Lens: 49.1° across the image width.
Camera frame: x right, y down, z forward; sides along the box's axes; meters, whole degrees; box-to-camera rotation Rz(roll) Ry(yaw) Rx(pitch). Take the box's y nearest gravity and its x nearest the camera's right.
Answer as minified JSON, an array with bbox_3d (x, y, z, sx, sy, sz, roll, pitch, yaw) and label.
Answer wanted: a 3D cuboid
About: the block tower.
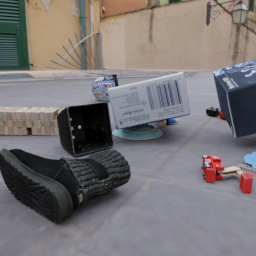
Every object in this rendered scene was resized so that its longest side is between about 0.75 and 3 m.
[{"bbox_3d":[-3.201,-0.235,9.169,2.940,0.850,0.794,-1,14,1],"label":"block tower"}]

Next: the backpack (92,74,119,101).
[{"bbox_3d":[-1.282,-2.152,15.672,1.444,1.516,1.168,2,27,20],"label":"backpack"}]

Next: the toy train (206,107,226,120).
[{"bbox_3d":[3.935,-0.520,11.179,0.485,0.361,2.116,-12,18,-28],"label":"toy train"}]

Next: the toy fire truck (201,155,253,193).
[{"bbox_3d":[2.017,0.902,5.807,0.883,0.305,1.251,3,14,10],"label":"toy fire truck"}]

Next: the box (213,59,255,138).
[{"bbox_3d":[4.010,-1.062,7.852,2.700,1.446,2.004,-15,24,12],"label":"box"}]

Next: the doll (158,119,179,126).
[{"bbox_3d":[1.420,-0.392,10.625,1.022,0.363,1.497,20,20,11],"label":"doll"}]

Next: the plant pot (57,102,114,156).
[{"bbox_3d":[-1.275,0.011,7.680,1.250,1.253,1.112,-12,5,-39],"label":"plant pot"}]

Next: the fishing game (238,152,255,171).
[{"bbox_3d":[3.181,0.790,6.522,0.882,0.192,1.232,13,27,41],"label":"fishing game"}]

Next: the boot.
[{"bbox_3d":[-1.209,0.771,5.170,2.186,0.823,1.634,23,32,33],"label":"boot"}]

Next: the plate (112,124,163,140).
[{"bbox_3d":[0.314,0.065,9.223,1.663,0.212,1.663,0,13,0],"label":"plate"}]

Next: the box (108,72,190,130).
[{"bbox_3d":[0.662,-0.860,8.867,2.190,1.249,2.381,-11,6,6],"label":"box"}]
